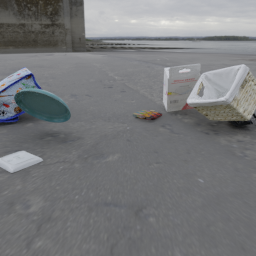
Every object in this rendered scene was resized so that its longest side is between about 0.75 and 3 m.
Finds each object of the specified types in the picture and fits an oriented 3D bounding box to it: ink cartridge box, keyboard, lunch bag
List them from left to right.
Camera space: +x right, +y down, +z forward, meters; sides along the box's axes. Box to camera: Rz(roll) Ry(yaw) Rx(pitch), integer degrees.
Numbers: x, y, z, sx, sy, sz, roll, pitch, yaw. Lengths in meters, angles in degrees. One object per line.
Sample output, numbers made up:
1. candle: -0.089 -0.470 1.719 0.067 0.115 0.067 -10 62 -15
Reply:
1. lunch bag: -3.990 -1.002 9.547 2.076 1.285 1.765 -33 26 -14
2. ink cartridge box: 1.895 -1.561 10.029 1.141 1.959 0.661 -8 46 -3
3. keyboard: 3.764 -0.326 9.053 0.905 0.147 1.425 -10 13 12

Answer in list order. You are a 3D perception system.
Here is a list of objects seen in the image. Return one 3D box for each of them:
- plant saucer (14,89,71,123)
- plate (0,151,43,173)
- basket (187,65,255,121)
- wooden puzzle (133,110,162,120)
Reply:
1. plant saucer: -2.304 -0.624 7.685 1.560 1.560 0.214 5 61 15
2. plate: -2.490 0.720 6.354 0.798 0.129 0.800 15 24 36
3. basket: 2.904 -0.970 8.429 1.132 1.244 1.836 36 -12 -22
4. wooden puzzle: 0.694 -0.466 9.889 0.790 0.094 1.332 12 18 28
